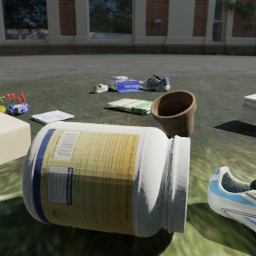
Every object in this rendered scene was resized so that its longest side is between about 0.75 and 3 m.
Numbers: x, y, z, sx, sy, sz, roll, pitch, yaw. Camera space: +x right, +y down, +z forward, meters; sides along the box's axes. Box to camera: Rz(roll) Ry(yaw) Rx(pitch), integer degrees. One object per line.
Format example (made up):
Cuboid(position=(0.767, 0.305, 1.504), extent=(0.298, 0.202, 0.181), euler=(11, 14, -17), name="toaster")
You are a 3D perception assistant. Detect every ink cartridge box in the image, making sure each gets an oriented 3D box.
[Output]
Cuboid(position=(-0.306, -2.433, 15.417), extent=(1.350, 0.532, 2.714), euler=(-8, 20, -25), name="ink cartridge box")

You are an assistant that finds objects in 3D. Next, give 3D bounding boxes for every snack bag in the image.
Cuboid(position=(-2.602, -0.377, 9.673), extent=(1.050, 0.119, 1.114), euler=(17, 25, 40), name="snack bag")

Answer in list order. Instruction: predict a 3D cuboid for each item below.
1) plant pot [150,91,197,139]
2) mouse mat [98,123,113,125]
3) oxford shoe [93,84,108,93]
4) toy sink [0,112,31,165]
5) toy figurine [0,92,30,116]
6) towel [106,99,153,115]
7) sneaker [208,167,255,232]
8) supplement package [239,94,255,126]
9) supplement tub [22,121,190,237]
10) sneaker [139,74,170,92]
Cuboid(position=(1.292, -0.255, 7.496), extent=(1.181, 1.030, 1.181), euler=(-15, 36, 11), name="plant pot")
Cuboid(position=(-1.119, 0.141, 8.175), extent=(1.860, 0.070, 1.497), euler=(-10, 20, -25), name="mouse mat")
Cuboid(position=(-1.373, -2.104, 14.517), extent=(0.498, 0.383, 1.325), euler=(14, 22, 19), name="oxford shoe")
Cuboid(position=(-3.178, 0.219, 6.680), extent=(1.484, 0.831, 0.967), euler=(18, 24, 31), name="toy sink")
Cuboid(position=(-4.051, -0.797, 10.117), extent=(0.814, 0.716, 1.358), euler=(17, 25, 30), name="toy figurine")
Cuboid(position=(0.277, -0.877, 11.089), extent=(1.910, 0.223, 1.457), euler=(10, 20, 32), name="towel")
Cuboid(position=(2.057, 1.164, 3.868), extent=(0.765, 0.772, 2.130), euler=(-15, 24, -40), name="sneaker")
Cuboid(position=(4.466, -0.479, 8.654), extent=(1.161, 0.827, 1.491), euler=(-13, 26, -41), name="supplement package")
Cuboid(position=(-0.212, 0.704, 4.039), extent=(2.109, 1.523, 1.523), euler=(4, 18, 12), name="supplement tub")
Cuboid(position=(1.357, -2.479, 15.023), extent=(1.953, 0.832, 0.753), euler=(9, 20, 29), name="sneaker")
